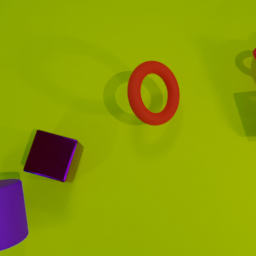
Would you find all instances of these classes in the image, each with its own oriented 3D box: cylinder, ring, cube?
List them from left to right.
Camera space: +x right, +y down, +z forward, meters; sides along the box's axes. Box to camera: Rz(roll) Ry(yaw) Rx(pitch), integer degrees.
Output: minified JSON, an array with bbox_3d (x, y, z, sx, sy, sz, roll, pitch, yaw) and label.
[{"bbox_3d":[-2.856,1.837,6.010,1.238,1.238,1.238,-7,91,-2],"label":"cylinder"},{"bbox_3d":[-1.756,0.720,6.815,1.005,1.005,1.005,15,78,3],"label":"cube"},{"bbox_3d":[0.629,-0.811,6.550,1.526,0.305,1.526,1,88,-35],"label":"ring"}]

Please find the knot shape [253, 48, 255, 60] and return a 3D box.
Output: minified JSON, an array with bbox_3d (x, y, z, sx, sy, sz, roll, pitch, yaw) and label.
[{"bbox_3d":[3.863,-1.726,7.454,1.258,0.621,1.345,30,87,-7],"label":"knot shape"}]
